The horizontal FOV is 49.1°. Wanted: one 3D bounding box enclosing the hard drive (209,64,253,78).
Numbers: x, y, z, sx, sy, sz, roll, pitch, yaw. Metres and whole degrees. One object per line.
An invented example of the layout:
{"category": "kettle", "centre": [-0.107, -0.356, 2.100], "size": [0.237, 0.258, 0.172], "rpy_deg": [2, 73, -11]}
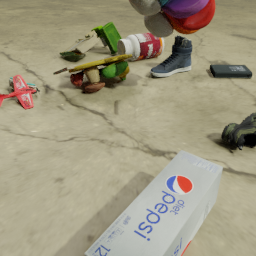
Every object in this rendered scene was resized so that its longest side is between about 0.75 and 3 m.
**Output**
{"category": "hard drive", "centre": [3.806, -2.127, 10.449], "size": [1.342, 0.221, 0.936], "rpy_deg": [2, 32, 2]}

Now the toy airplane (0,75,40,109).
{"category": "toy airplane", "centre": [-3.415, -0.998, 8.435], "size": [1.549, 0.285, 1.549], "rpy_deg": [11, 45, -11]}

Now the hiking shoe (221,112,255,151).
{"category": "hiking shoe", "centre": [2.983, 0.121, 6.642], "size": [1.517, 0.575, 0.764], "rpy_deg": [-21, 48, -18]}

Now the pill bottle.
{"category": "pill bottle", "centre": [0.517, -3.414, 11.758], "size": [1.830, 1.034, 1.034], "rpy_deg": [-16, 35, -25]}

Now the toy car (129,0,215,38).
{"category": "toy car", "centre": [1.413, -3.483, 7.437], "size": [2.181, 2.492, 1.869], "rpy_deg": [-44, 58, 8]}

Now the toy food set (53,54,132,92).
{"category": "toy food set", "centre": [-1.005, -1.747, 9.377], "size": [2.825, 0.923, 1.662], "rpy_deg": [-23, 14, -35]}

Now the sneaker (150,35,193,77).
{"category": "sneaker", "centre": [1.596, -2.653, 10.262], "size": [1.871, 1.352, 0.712], "rpy_deg": [-20, 39, -27]}

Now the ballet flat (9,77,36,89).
{"category": "ballet flat", "centre": [-3.428, -1.349, 9.085], "size": [1.136, 0.394, 0.394], "rpy_deg": [19, 36, 24]}

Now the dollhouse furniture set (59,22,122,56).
{"category": "dollhouse furniture set", "centre": [-1.564, -3.481, 12.373], "size": [1.549, 1.186, 2.364], "rpy_deg": [5, 44, 49]}

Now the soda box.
{"category": "soda box", "centre": [0.528, 1.403, 4.160], "size": [0.806, 0.868, 2.542], "rpy_deg": [21, 38, 30]}
